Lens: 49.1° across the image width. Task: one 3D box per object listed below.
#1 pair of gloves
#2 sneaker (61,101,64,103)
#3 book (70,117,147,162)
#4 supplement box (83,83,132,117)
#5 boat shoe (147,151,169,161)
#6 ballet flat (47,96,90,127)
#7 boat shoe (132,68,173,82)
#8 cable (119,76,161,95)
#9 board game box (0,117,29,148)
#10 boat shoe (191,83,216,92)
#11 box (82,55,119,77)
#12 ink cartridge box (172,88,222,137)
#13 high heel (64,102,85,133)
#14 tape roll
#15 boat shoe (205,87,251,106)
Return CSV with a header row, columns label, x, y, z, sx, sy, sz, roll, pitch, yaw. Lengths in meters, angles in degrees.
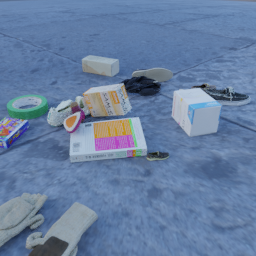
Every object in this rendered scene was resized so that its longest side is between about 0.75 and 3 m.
label,x,y,z,sx,sy,sz,roll,pitch,yaw
pair of gloves,-2.172,2.434,6.448,2.474,0.434,2.104,11,37,22
sneaker,-2.663,-1.032,12.111,0.347,0.386,0.894,-18,36,-27
book,-0.715,0.399,9.644,2.487,0.598,1.661,-4,36,-6
supplement box,-0.823,-1.060,10.983,1.706,1.075,0.627,-2,29,36
boat shoe,0.987,0.886,9.119,0.774,0.251,0.283,-9,33,-14
ballet flat,-2.138,-0.818,11.368,0.898,0.898,2.501,25,39,34
boat shoe,1.288,-2.900,14.807,2.132,0.775,0.669,-1,34,6
cable,0.464,-2.156,13.773,2.250,0.571,1.835,-4,32,-5
board game box,-4.444,0.151,10.244,0.980,0.326,1.458,7,32,11
boat shoe,3.647,-1.890,13.448,1.499,0.446,0.539,-12,34,-19
box,-1.540,-3.516,15.798,1.935,0.752,0.919,15,35,23
ink cartridge box,2.529,-0.705,10.796,1.159,1.190,1.851,-8,33,-14
high heel,-1.870,-0.157,10.225,0.643,0.916,1.910,-20,32,1
tape roll,-4.254,-0.911,11.917,1.627,0.391,1.627,-1,31,0
boat shoe,4.461,-1.481,12.531,2.071,0.707,0.765,3,32,5
